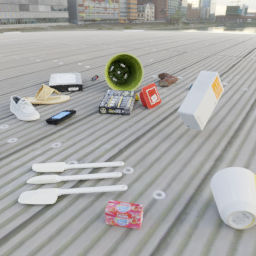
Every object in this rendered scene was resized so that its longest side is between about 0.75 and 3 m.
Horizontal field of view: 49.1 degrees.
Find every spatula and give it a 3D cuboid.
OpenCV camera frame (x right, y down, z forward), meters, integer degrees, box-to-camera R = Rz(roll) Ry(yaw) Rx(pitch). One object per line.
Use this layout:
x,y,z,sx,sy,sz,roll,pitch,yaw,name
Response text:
-1.426,1.428,7.776,2.759,0.222,1.918,-1,19,-5,spatula

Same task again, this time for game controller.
-2.807,-0.488,11.787,0.736,0.297,1.410,11,26,23,game controller

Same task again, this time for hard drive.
-3.632,-2.710,16.421,1.849,0.501,2.646,-4,24,-10,hard drive

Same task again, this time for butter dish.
0.917,-1.465,13.332,0.797,1.075,1.078,-12,14,46,butter dish

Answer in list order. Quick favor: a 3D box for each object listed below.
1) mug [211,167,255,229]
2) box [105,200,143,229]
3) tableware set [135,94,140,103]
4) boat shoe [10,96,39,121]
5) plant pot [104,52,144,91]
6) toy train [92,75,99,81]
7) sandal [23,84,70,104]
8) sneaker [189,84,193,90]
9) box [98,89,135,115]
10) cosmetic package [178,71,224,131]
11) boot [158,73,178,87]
2.605,1.639,6.311,1.348,1.080,1.107,-1,32,12,mug
-0.084,1.950,6.316,0.812,0.405,0.388,5,25,12,box
0.020,-1.418,13.851,1.277,0.196,0.860,-22,39,-29,tableware set
-4.533,-0.917,12.180,0.777,0.740,2.159,-17,30,-33,boat shoe
-0.393,-3.130,15.912,2.143,2.143,2.035,-5,12,-10,plant pot
-2.088,-3.184,17.842,0.255,0.190,1.113,15,25,4,toy train
-4.205,-1.667,13.611,2.779,0.914,1.019,-11,27,-22,sandal
3.691,-2.339,15.815,0.280,0.314,0.766,11,26,23,sneaker
-0.464,-1.222,12.981,1.433,0.437,1.778,2,33,8,box
2.704,-1.017,10.280,0.710,1.011,1.993,15,65,42,cosmetic package
2.094,-2.869,16.869,1.406,0.485,1.509,15,33,33,boot
